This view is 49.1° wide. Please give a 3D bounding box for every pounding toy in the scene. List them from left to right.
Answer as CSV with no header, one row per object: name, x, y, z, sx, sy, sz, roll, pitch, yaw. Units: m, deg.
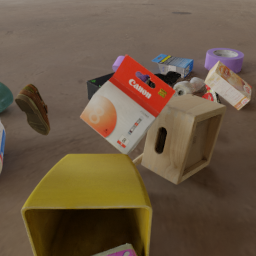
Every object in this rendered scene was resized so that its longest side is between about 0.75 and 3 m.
pounding toy,1.298,0.415,8.420,1.839,2.587,2.381,26,27,34

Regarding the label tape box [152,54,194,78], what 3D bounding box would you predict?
label tape box,2.469,-3.489,15.650,1.995,0.631,1.439,17,37,25

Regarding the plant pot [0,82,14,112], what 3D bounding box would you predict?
plant pot,-5.615,-1.146,11.548,1.319,1.319,1.058,8,43,12

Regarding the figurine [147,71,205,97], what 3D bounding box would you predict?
figurine,2.408,-2.137,13.415,2.258,0.972,2.203,22,35,29

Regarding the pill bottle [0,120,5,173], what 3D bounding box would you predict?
pill bottle,-4.677,0.469,8.808,1.495,1.495,2.664,-9,33,-14

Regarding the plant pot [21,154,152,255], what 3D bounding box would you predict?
plant pot,-0.720,1.741,6.141,2.253,2.253,1.987,0,33,-1

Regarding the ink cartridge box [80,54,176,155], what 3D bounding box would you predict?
ink cartridge box,-0.046,-0.556,7.009,1.631,2.012,0.504,39,23,10

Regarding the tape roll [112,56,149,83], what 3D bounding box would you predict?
tape roll,0.129,-2.702,13.476,1.754,1.754,0.575,27,82,35

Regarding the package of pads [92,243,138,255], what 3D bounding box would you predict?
package of pads,-0.301,3.370,4.973,1.753,0.774,2.269,-12,37,-16

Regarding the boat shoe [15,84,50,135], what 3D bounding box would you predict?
boat shoe,-2.016,-0.374,6.340,0.529,1.470,0.500,15,59,10

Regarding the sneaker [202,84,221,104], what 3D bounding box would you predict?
sneaker,3.592,-1.470,12.513,0.731,0.663,1.722,-25,30,23

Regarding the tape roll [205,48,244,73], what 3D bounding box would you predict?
tape roll,5.490,-3.860,16.021,2.036,0.865,2.036,0,34,0

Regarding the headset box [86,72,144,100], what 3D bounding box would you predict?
headset box,-0.622,-1.657,12.547,2.064,0.957,1.797,-25,41,-33

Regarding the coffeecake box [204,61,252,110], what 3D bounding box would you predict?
coffeecake box,4.446,-1.906,12.359,1.923,0.702,1.476,39,39,-1
